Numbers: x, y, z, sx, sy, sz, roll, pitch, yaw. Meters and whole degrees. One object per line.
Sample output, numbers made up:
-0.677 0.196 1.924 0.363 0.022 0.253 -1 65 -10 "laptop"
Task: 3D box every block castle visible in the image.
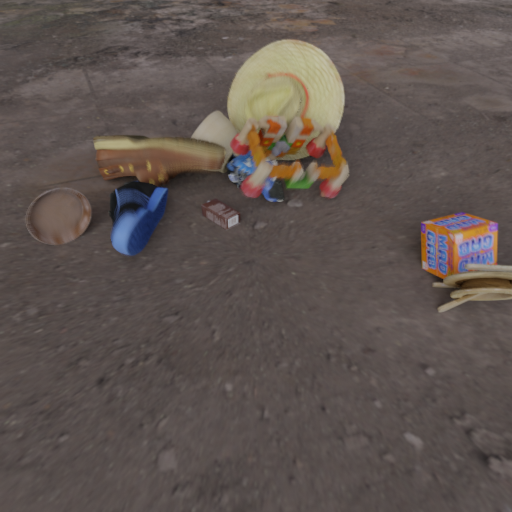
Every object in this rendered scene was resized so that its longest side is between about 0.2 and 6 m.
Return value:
0.742 -2.166 12.811 2.497 1.172 1.669 -3 63 -26 "block castle"

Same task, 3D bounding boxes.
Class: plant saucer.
-4.100 -0.851 11.606 1.324 1.324 0.228 -20 42 -25 "plant saucer"

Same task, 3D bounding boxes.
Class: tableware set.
4.822 0.677 9.667 3.074 2.032 0.616 3 78 2 "tableware set"

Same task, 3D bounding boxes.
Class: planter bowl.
-0.972 -2.746 14.212 1.019 1.514 1.514 38 45 5 "planter bowl"

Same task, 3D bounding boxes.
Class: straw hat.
0.474 -3.780 13.947 3.210 3.210 1.358 15 20 19 "straw hat"

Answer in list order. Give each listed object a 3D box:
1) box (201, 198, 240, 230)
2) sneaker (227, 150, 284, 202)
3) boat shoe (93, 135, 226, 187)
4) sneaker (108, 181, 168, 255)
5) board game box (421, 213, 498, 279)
-0.800 -0.943 12.598 0.431 0.323 0.861 -29 47 -33 "box"
-0.058 -1.889 13.476 1.117 0.984 2.505 -18 31 -7 "sneaker"
-2.291 -2.230 13.303 3.469 1.171 1.249 7 15 22 "boat shoe"
-2.693 -0.859 11.783 1.069 0.963 2.745 13 24 1 "sneaker"
3.895 -0.175 10.792 0.993 0.994 0.994 -14 20 -18 "board game box"
